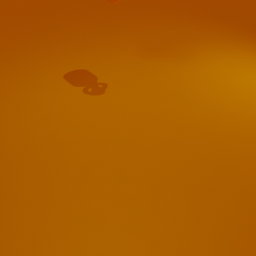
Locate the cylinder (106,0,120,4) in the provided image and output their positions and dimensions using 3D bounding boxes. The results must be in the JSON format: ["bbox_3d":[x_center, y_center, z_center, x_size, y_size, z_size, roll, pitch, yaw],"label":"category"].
[{"bbox_3d":[-0.325,-4.918,9.508,1.006,1.006,1.006,-7,28,44],"label":"cylinder"}]
